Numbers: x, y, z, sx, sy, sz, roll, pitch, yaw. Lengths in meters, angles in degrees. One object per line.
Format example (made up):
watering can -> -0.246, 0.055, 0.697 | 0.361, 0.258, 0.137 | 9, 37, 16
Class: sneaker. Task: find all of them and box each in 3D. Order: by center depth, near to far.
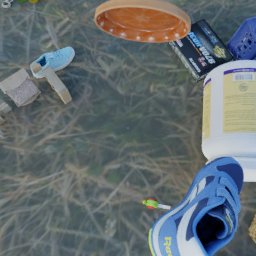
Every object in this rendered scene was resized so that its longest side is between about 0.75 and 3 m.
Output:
sneaker -> 1.645, 1.522, 5.299 | 2.798, 1.151, 1.035 | -39, 100, -35
sneaker -> -2.493, -2.268, 9.314 | 1.610, 0.660, 0.595 | -39, 77, -11

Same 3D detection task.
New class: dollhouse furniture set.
dollhouse furniture set -> -3.140, -0.843, 8.534 | 2.467, 1.279, 1.092 | -36, 74, -11

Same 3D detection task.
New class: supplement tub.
supplement tub -> 3.169, -0.122, 7.818 | 2.137, 2.137, 2.940 | 6, 72, 2

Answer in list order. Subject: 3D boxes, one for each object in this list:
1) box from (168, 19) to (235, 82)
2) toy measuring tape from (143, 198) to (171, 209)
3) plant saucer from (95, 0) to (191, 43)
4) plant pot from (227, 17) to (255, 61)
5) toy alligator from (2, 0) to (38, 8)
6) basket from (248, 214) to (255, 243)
box -> 2.468, -2.677, 9.567 | 1.465, 0.424, 1.843 | -27, 74, -9
toy measuring tape -> 0.828, 2.204, 8.046 | 0.825, 0.303, 0.303 | 12, 72, 4
plant saucer -> 0.365, -2.653, 6.918 | 2.352, 2.352, 0.380 | 7, 90, 2
plant pot -> 4.386, -2.610, 8.983 | 1.587, 1.587, 1.427 | -13, 78, -5
toy alligator -> -3.641, -5.019, 10.281 | 2.208, 0.531, 0.732 | -28, 73, -9
basket -> 4.189, 2.902, 7.322 | 1.647, 1.227, 1.175 | 34, 75, 9
